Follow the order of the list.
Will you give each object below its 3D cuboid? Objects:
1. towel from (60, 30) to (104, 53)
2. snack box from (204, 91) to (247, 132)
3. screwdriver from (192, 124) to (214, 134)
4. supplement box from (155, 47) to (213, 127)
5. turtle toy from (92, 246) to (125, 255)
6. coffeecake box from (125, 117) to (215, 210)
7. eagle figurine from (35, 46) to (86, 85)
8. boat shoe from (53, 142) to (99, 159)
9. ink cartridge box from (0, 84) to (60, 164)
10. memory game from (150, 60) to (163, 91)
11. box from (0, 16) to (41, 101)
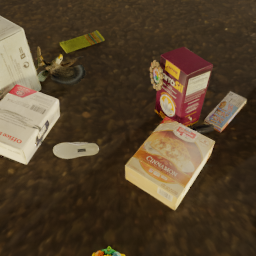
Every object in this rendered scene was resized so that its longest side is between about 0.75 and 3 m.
[{"bbox_3d":[-2.040,-3.874,12.532,1.877,0.169,0.808,-25,54,-19],"label":"towel"},{"bbox_3d":[3.401,-0.598,9.727,0.660,0.223,1.836,34,57,25],"label":"snack box"},{"bbox_3d":[1.775,0.172,9.157,2.099,0.305,0.293,-12,52,1],"label":"screwdriver"},{"bbox_3d":[1.656,-1.172,8.799,0.974,2.274,1.255,-24,50,-22],"label":"supplement box"},{"bbox_3d":[-0.471,3.222,6.286,0.809,0.561,1.110,2,50,2],"label":"turtle toy"},{"bbox_3d":[1.211,0.923,8.027,1.653,0.787,2.154,29,58,22],"label":"coffeecake box"},{"bbox_3d":[-2.611,-2.357,10.818,1.774,1.339,1.346,10,88,-30],"label":"eagle figurine"},{"bbox_3d":[-1.537,0.622,8.266,1.305,0.429,0.470,-6,91,-15],"label":"boat shoe"},{"bbox_3d":[-3.356,-0.160,8.774,1.568,0.913,2.166,20,52,5],"label":"ink cartridge box"},{"bbox_3d":[0.848,-1.585,8.475,0.058,0.918,0.918,-11,51,-16],"label":"memory game"},{"bbox_3d":[-4.822,-2.054,9.413,2.227,2.586,2.599,32,57,24],"label":"box"}]
